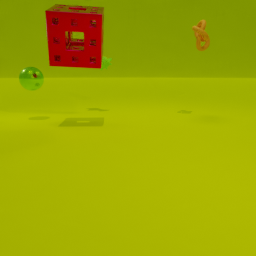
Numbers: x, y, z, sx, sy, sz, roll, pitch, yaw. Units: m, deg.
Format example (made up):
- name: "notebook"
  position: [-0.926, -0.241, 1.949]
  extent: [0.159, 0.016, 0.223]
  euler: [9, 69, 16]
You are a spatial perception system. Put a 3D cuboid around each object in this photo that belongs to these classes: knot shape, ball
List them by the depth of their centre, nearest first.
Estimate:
- name: "ball"
  position: [-3.246, -1.657, 9.426]
  extent: [0.804, 0.804, 0.804]
  euler: [0, 11, 0]
- name: "knot shape"
  position: [2.663, -3.290, 10.113]
  extent: [0.499, 1.010, 1.080]
  euler: [-11, 30, 20]

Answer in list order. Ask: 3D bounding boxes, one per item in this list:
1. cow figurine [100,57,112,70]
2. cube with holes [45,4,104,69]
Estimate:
- name: "cow figurine"
  position: [-1.235, -2.922, 11.244]
  extent: [1.171, 0.653, 1.190]
  euler: [34, 18, -40]
- name: "cube with holes"
  position: [-1.407, -2.588, 7.841]
  extent: [1.398, 1.398, 1.398]
  euler: [2, 30, -4]
